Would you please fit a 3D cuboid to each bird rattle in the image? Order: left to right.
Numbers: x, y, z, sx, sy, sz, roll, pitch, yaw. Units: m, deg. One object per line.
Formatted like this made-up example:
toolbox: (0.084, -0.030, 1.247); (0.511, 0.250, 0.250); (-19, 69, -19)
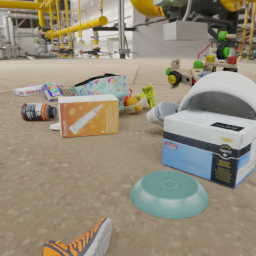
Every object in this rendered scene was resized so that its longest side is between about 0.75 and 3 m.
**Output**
bird rattle: (0.204, -1.314, 13.238); (2.277, 1.283, 1.857); (6, 35, 28)

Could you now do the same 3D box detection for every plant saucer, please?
plant saucer: (0.904, 1.350, 6.162); (1.732, 0.311, 1.732); (0, 18, 0)

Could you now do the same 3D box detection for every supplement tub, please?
supplement tub: (-3.692, -0.663, 11.732); (1.368, 0.732, 0.732); (2, 18, 4)

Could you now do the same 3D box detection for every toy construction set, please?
toy construction set: (2.579, -1.686, 9.991); (2.059, 2.679, 2.235); (19, 64, 40)

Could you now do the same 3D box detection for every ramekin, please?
ramekin: (2.699, -0.516, 8.021); (2.331, 2.331, 1.224); (9, 48, 26)

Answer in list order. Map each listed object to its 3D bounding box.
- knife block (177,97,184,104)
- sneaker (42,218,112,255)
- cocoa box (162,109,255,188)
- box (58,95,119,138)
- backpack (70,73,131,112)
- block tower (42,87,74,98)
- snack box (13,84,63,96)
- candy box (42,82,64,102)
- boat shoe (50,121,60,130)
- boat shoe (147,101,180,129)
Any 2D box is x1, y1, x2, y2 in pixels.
knife block: (3.406, -0.918, 12.271); (2.358, 0.859, 2.686); (-11, 22, -33)
sneaker: (-0.809, 1.814, 4.313); (0.804, 0.557, 1.435); (7, 19, 18)
cocoa box: (2.115, 0.423, 7.291); (2.087, 1.369, 1.392); (15, 23, 39)
box: (-1.440, -0.463, 10.181); (2.058, 1.280, 1.003); (-5, 18, -15)
backpack: (-1.073, -1.416, 11.922); (2.106, 1.786, 2.372); (-16, 0, -40)
block tower: (-3.846, -2.062, 16.281); (2.237, 0.647, 0.604); (6, 18, 12)
snack box: (-5.681, -2.476, 17.940); (1.076, 0.364, 2.992); (13, 22, 35)
candy box: (-4.158, -1.996, 15.512); (0.819, 0.969, 0.373); (-19, -12, -46)
boat shoe: (-2.471, -0.201, 10.811); (1.170, 0.406, 0.414); (-13, 22, -35)
boat shoe: (1.686, -0.271, 10.173); (2.599, 0.960, 1.108); (6, -20, -40)
